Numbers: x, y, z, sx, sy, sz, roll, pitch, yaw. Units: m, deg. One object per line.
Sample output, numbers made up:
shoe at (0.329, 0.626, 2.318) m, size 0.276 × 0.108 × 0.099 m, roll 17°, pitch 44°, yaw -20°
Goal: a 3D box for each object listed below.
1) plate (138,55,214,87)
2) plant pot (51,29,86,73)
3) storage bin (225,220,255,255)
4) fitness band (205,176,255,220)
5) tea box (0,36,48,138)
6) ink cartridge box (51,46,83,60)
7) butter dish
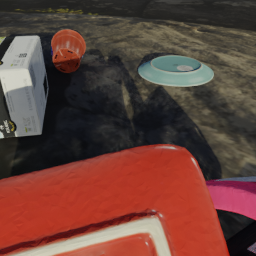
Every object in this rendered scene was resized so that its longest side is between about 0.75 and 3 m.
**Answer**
plate at (1.863, -2.364, 10.955) m, size 2.940 × 0.376 × 2.940 m, roll 0°, pitch 32°, yaw 0°
plant pot at (-2.394, -2.964, 11.122) m, size 1.398 × 1.398 × 1.359 m, roll -3°, pitch 42°, yaw -5°
storage bin at (1.778, 1.672, 3.272) m, size 1.611 × 0.755 × 1.089 m, roll -26°, pitch 1°, yaw -15°
fitness band at (0.996, 1.507, 2.731) m, size 0.514 × 1.973 × 2.747 m, roll -3°, pitch -13°, yaw -25°
tea box at (-3.800, -1.190, 7.695) m, size 2.777 × 1.886 × 2.823 m, roll -7°, pitch 34°, yaw -8°
ink cartridge box at (-2.756, -3.421, 12.370) m, size 1.332 × 0.508 × 0.909 m, roll 22°, pitch 29°, yaw 28°
butter dish at (-0.534, 1.966, 2.781) m, size 2.967 × 2.199 × 2.975 m, roll -13°, pitch 78°, yaw -7°
